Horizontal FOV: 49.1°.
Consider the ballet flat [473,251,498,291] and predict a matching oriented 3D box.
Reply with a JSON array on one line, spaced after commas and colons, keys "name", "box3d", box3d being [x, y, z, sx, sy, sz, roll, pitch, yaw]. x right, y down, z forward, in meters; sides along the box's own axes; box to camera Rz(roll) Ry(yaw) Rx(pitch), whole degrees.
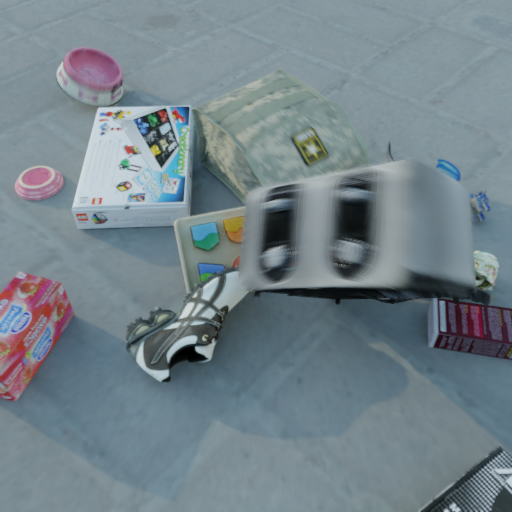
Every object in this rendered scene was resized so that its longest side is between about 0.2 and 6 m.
[{"name": "ballet flat", "box3d": [3.393, 0.261, 10.532, 2.350, 0.889, 0.751, 1, 57, 4]}]

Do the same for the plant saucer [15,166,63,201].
[{"name": "plant saucer", "box3d": [-4.937, -1.694, 12.694, 1.057, 0.268, 1.057, 0, 47, 0]}]

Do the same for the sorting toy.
[{"name": "sorting toy", "box3d": [-0.565, -0.058, 10.526, 1.716, 0.313, 1.588, -11, 91, -13]}]

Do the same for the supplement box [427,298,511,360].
[{"name": "supplement box", "box3d": [3.825, 1.271, 9.821, 1.522, 0.463, 0.828, 8, 47, 8]}]

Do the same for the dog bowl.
[{"name": "dog bowl", "box3d": [-4.331, -4.789, 14.824, 1.759, 0.648, 1.759, 16, 49, -20]}]

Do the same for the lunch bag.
[{"name": "lunch bag", "box3d": [0.551, -2.367, 12.193, 2.631, 1.886, 3.208, -31, 55, -21]}]

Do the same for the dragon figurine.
[{"name": "dragon figurine", "box3d": [3.914, -1.578, 12.239, 1.314, 0.778, 2.642, -18, 50, -15]}]

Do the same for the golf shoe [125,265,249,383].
[{"name": "golf shoe", "box3d": [-0.897, 1.188, 9.677, 2.629, 1.022, 1.242, -33, 65, -18]}]

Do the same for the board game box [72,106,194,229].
[{"name": "board game box", "box3d": [-2.664, -2.157, 12.841, 2.373, 0.651, 3.759, -1, 47, -2]}]

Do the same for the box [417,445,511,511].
[{"name": "box", "box3d": [3.052, 4.485, 6.660, 3.144, 0.773, 3.256, -27, 53, -20]}]

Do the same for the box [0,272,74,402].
[{"name": "box", "box3d": [-4.022, 1.318, 9.445, 0.915, 0.955, 1.916, 14, 49, 12]}]

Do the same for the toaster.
[{"name": "toaster", "box3d": [1.773, -0.198, 8.985, 2.899, 3.206, 1.903, -4, 81, 41]}]
